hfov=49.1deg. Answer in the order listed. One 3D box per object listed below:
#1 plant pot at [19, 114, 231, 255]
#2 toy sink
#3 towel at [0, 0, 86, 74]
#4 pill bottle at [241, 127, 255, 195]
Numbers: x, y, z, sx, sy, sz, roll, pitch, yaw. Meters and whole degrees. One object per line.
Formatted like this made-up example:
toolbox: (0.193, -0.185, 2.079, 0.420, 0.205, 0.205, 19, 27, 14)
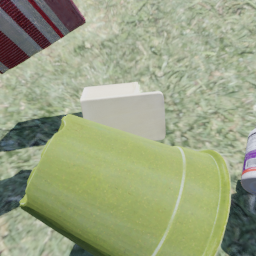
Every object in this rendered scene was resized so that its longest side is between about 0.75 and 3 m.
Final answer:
plant pot: (-0.230, 1.093, 4.883, 2.703, 2.846, 2.846, 27, 71, -9)
toy sink: (-0.086, -0.331, 5.876, 1.606, 1.047, 0.900, -6, 26, 2)
towel: (-2.667, -2.558, 6.705, 2.790, 2.009, 0.317, -28, 57, 11)
pill bottle: (3.155, 0.577, 6.261, 0.980, 0.980, 1.759, 20, 59, 7)
